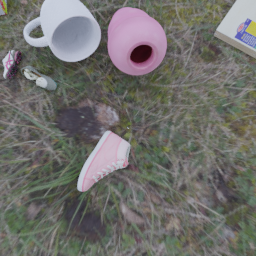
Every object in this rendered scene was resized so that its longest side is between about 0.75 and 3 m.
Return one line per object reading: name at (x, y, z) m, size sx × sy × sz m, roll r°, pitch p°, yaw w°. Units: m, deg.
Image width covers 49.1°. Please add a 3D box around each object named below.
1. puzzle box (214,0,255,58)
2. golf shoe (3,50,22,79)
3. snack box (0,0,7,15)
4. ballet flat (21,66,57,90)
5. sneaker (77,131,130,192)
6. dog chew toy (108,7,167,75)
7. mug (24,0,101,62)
puzzle box at (4.500, -3.909, 10.037) m, size 1.775 × 0.339 × 2.668 m, roll 34°, pitch 75°, yaw 10°
golf shoe at (-3.987, -2.120, 9.441) m, size 0.521 × 0.411 × 1.131 m, roll 7°, pitch 63°, yaw 6°
snack box at (-4.792, -5.095, 9.972) m, size 0.448 × 1.203 × 1.691 m, roll -10°, pitch 72°, yaw -3°
ballet flat at (-2.961, -1.593, 9.201) m, size 1.339 × 0.451 × 0.426 m, roll 33°, pitch 34°, yaw 14°
sneaker at (-0.615, 1.095, 8.176) m, size 1.037 × 0.747 × 1.984 m, roll 25°, pitch 69°, yaw 13°
dog chew toy at (0.142, -2.918, 8.881) m, size 1.766 × 1.766 × 2.835 m, roll -12°, pitch 43°, yaw -4°
mug at (-2.273, -3.314, 9.116) m, size 2.252 × 1.663 × 1.974 m, roll -24°, pitch 57°, yaw -10°
